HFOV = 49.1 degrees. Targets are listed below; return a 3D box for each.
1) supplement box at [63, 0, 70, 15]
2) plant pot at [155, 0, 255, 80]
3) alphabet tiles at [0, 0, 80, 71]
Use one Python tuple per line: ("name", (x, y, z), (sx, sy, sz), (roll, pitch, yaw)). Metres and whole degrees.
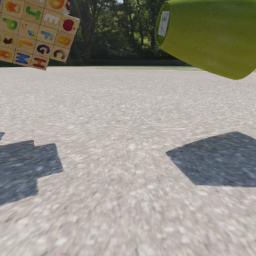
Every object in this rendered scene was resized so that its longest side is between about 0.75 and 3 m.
("supplement box", (-2.036, -3.881, 8.742), (0.247, 0.442, 0.811), (-25, 47, 20))
("plant pot", (2.189, -2.769, 8.062), (2.618, 2.449, 2.449), (5, 14, -14))
("alphabet tiles", (-2.848, -2.671, 7.379), (2.872, 2.390, 0.091), (9, 44, -27))
